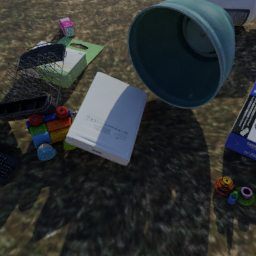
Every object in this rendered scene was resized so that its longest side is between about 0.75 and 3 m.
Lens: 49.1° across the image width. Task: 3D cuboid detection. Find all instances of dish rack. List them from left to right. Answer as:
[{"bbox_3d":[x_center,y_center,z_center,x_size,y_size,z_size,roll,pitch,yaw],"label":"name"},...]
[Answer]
[{"bbox_3d":[-2.765,-1.441,8.049,2.014,0.716,2.625,-6,65,20],"label":"dish rack"}]

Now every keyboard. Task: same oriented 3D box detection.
[{"bbox_3d":[-3.644,0.639,7.147,1.961,0.388,1.020,19,52,15],"label":"keyboard"}]

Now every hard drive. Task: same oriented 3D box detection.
[{"bbox_3d":[-0.474,-0.353,7.700,1.665,0.332,2.525,23,50,-7],"label":"hard drive"}]

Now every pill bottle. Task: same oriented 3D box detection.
[{"bbox_3d":[4.217,-4.887,11.086,2.638,1.578,1.578,2,49,1],"label":"pill bottle"}]

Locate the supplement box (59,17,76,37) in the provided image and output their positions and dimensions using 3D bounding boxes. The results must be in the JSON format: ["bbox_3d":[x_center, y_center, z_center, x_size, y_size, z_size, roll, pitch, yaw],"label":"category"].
[{"bbox_3d":[-2.407,-4.008,11.101,0.405,0.397,0.784,-19,51,-14],"label":"supplement box"}]

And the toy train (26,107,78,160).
[{"bbox_3d":[-1.582,0.075,7.418,1.939,0.821,1.122,-17,63,-16],"label":"toy train"}]

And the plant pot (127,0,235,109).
[{"bbox_3d":[1.747,-2.313,7.906,2.978,2.978,1.995,33,59,25],"label":"plant pot"}]

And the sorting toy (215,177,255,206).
[{"bbox_3d":[2.472,1.426,6.439,0.946,0.388,0.568,20,49,17],"label":"sorting toy"}]

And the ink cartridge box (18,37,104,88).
[{"bbox_3d":[-2.227,-2.589,9.786,1.860,0.613,2.556,19,54,16],"label":"ink cartridge box"}]

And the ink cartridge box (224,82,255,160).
[{"bbox_3d":[3.926,-0.394,7.832,1.401,0.659,2.980,25,54,19],"label":"ink cartridge box"}]
